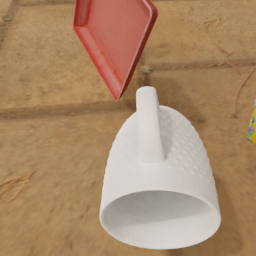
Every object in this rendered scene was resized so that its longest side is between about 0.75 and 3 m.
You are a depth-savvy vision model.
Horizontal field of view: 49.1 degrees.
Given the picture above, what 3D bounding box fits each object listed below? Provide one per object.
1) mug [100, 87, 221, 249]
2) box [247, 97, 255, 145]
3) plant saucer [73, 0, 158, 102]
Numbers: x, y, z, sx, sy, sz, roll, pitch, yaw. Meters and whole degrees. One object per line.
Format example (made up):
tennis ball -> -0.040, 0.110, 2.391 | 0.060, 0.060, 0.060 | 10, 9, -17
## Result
mug -> 0.437, 0.433, 4.431 | 1.697, 2.299, 2.015 | -5, 43, 10
box -> 3.462, -0.376, 5.438 | 1.676, 1.614, 1.023 | -5, 24, -14
plant saucer -> -0.386, -2.460, 6.415 | 0.505, 2.751, 2.746 | -20, 68, -26
